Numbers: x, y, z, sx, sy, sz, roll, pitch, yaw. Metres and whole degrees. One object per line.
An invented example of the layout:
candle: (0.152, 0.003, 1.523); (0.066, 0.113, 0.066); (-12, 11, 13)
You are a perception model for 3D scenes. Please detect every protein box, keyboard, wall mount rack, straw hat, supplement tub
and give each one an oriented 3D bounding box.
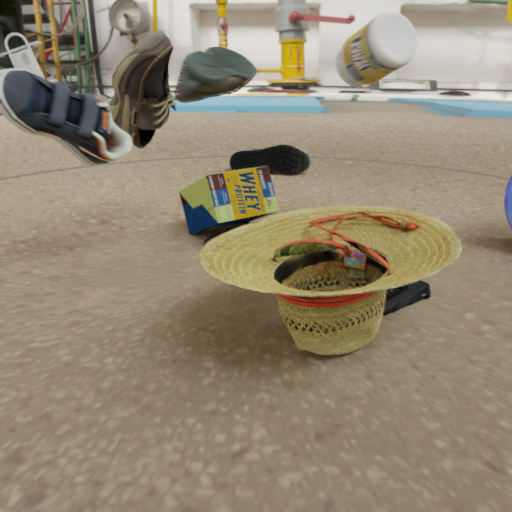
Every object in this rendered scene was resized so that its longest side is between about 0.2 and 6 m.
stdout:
protein box: (-0.641, -1.250, 12.785); (1.593, 1.075, 1.582); (-14, 0, -31)
keyboard: (1.147, -0.191, 11.042); (2.473, 0.941, 4.751); (-16, 27, -36)
wall mount rack: (-4.716, -3.687, 11.217); (1.174, 1.351, 0.504); (-20, 19, -2)
straw hat: (1.108, 0.518, 8.096); (3.793, 1.605, 3.793); (-4, 20, 2)
supplement tub: (2.331, -4.026, 11.084); (1.062, 1.062, 1.468); (-9, 0, -23)

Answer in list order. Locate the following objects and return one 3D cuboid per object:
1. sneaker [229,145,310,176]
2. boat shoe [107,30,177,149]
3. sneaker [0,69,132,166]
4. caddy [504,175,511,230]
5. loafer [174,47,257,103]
sneaker: (0.492, -3.339, 19.152); (2.705, 1.024, 1.184); (2, 16, 6)
boat shoe: (-2.206, -3.328, 11.633); (1.282, 1.261, 3.441); (-52, 9, -24)
sneaker: (-3.159, -2.392, 9.539); (1.032, 1.019, 2.599); (-4, -15, 25)
caddy: (6.931, -1.135, 11.270); (3.626, 2.563, 1.903); (6, 16, 17)
loafer: (-0.587, -2.479, 7.730); (0.645, 0.564, 1.794); (44, 30, 3)
